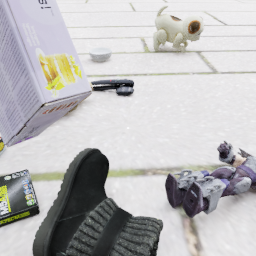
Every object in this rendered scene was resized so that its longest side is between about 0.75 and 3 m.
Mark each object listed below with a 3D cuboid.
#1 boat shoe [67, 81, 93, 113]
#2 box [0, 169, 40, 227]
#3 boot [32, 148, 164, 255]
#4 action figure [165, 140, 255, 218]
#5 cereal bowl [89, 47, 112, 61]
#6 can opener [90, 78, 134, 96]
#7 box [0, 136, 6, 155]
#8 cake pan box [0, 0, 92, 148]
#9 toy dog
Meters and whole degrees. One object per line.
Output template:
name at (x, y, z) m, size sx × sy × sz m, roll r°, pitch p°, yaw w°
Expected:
boat shoe at (-1.821, -0.766, 8.387) m, size 0.711 × 0.790 × 2.190 m, roll 35°, pitch 47°, yaw 28°
box at (-2.413, 1.382, 5.493) m, size 1.128 × 0.278 × 1.168 m, roll -12°, pitch 35°, yaw -23°
boot at (-0.263, 1.387, 4.831) m, size 1.838 × 0.925 × 2.458 m, roll 3°, pitch 43°, yaw 17°
action figure at (2.157, 0.984, 5.528) m, size 2.736 × 0.949 × 1.780 m, roll -11°, pitch 23°, yaw -24°
cereal bowl at (-1.210, -3.232, 12.410) m, size 1.016 × 0.423 × 1.016 m, roll 1°, pitch 33°, yaw 0°
can opener at (-0.547, -1.480, 9.660) m, size 1.588 × 0.503 × 0.624 m, roll 6°, pitch 35°, yaw 9°
box at (-4.175, 0.654, 6.471) m, size 2.098 × 0.418 × 1.436 m, roll 5°, pitch 34°, yaw 7°
cake pan box at (-1.656, -1.076, 3.900) m, size 0.668 × 2.353 × 2.555 m, roll -19°, pitch -4°, yaw -34°
toy dog at (2.449, -4.646, 13.130) m, size 2.206 × 2.139 × 1.540 m, roll 6°, pitch 24°, yaw 25°
